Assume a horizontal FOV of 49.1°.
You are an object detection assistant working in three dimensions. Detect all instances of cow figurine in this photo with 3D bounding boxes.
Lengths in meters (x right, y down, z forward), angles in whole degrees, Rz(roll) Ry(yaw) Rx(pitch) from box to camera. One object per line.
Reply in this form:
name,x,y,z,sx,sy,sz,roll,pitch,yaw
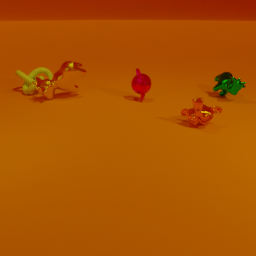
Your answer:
cow figurine,-2.638,-1.871,10.721,1.702,1.730,0.950,4,41,-45
cow figurine,3.924,-1.761,10.830,0.716,1.284,1.304,31,54,-19

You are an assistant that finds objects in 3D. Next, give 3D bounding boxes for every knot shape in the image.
knot shape,-3.951,-1.953,11.767,1.582,0.731,1.481,3,37,-10

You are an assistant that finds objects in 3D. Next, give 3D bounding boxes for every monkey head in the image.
monkey head,2.145,-0.533,8.363,1.246,0.897,0.751,-3,20,21

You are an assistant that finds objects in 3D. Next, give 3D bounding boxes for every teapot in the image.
teapot,0.470,-1.617,10.570,0.797,1.282,0.628,-7,7,24
